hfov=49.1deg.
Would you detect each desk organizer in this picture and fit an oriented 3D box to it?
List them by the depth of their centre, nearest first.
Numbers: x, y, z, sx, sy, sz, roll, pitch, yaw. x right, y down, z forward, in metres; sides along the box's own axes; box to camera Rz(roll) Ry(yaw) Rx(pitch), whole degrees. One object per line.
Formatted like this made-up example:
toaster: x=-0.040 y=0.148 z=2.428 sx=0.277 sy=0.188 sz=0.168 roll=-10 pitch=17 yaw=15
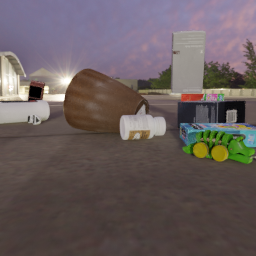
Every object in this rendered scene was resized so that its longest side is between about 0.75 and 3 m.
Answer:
desk organizer: x=-4.814 y=-1.369 z=14.473 sx=0.712 sy=1.986 sz=0.765 roll=10 pitch=22 yaw=-14

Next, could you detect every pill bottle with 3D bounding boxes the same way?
pill bottle: x=0.448 y=-0.034 z=8.488 sx=1.284 sy=0.734 sz=0.734 roll=-2 pitch=8 yaw=-14

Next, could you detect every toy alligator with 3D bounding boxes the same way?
toy alligator: x=2.140 y=0.376 z=5.900 sx=2.209 sy=0.599 sz=0.655 roll=7 pitch=10 yaw=43

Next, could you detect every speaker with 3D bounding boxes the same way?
speaker: x=-5.124 y=-0.791 z=13.357 sx=1.068 sy=1.068 sz=2.631 roll=7 pitch=9 yaw=42

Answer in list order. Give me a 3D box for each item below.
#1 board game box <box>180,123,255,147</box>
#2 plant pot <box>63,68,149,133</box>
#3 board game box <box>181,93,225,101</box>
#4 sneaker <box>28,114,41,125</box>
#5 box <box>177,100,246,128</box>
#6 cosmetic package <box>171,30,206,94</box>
board game box: x=2.617 y=0.168 z=8.041 sx=2.043 sy=0.479 sz=1.543 roll=0 pitch=7 yaw=3
plant pot: x=-0.576 y=-0.734 z=9.765 sx=2.412 sy=2.254 sz=2.254 roll=18 pitch=14 yaw=25
board game box: x=3.255 y=-0.824 z=12.311 sx=1.819 sy=1.392 sz=0.367 roll=2 pitch=8 yaw=25
sneaker: x=-4.174 y=-0.395 z=12.796 sx=0.503 sy=0.466 sz=1.240 roll=5 pitch=4 yaw=-36
box: x=3.131 y=-0.486 z=10.570 sx=1.827 sy=1.126 sz=1.812 roll=-5 pitch=9 yaw=-37
cosmetic package: x=2.552 y=-2.828 z=12.102 sx=1.378 sy=2.579 sz=1.163 roll=-2 pitch=21 yaw=7
